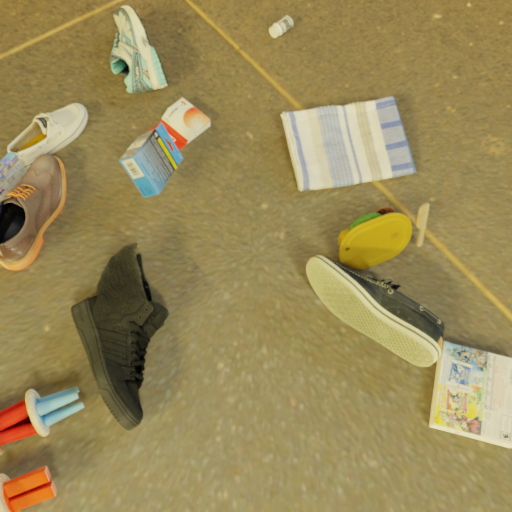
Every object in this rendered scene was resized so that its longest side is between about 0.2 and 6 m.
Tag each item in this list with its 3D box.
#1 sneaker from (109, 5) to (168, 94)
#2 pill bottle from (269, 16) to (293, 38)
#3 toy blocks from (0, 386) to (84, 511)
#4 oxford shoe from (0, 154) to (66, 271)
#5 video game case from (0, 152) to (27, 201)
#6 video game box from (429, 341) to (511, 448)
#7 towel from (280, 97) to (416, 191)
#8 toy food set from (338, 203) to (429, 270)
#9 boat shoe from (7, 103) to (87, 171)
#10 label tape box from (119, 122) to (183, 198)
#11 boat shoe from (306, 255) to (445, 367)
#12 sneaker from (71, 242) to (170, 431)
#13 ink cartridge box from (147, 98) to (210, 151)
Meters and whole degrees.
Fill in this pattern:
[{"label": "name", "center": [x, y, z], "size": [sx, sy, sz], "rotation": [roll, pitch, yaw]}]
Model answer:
[{"label": "sneaker", "center": [-3.214, -5.189, 14.021], "size": [1.170, 1.052, 2.711], "rotation": [-24, 65, -8]}, {"label": "pill bottle", "center": [0.653, -6.057, 14.826], "size": [0.619, 0.350, 0.350], "rotation": [-41, 70, -18]}, {"label": "toy blocks", "center": [-4.107, 3.470, 9.699], "size": [2.495, 0.906, 2.080], "rotation": [-22, 65, -11]}, {"label": "oxford shoe", "center": [-4.824, -1.139, 11.954], "size": [1.006, 1.029, 2.823], "rotation": [6, 63, 3]}, {"label": "video game case", "center": [-5.489, -1.656, 12.298], "size": [0.222, 0.887, 0.978], "rotation": [28, 66, 13]}, {"label": "video game box", "center": [4.096, 2.569, 10.448], "size": [1.495, 0.384, 1.640], "rotation": [15, 64, 5]}, {"label": "towel", "center": [2.105, -2.615, 12.924], "size": [2.824, 0.336, 2.074], "rotation": [-9, 74, -5]}, {"label": "toy food set", "center": [2.533, -0.493, 11.715], "size": [2.028, 1.193, 0.662], "rotation": [-19, 40, -9]}, {"label": "boat shoe", "center": [-4.847, -2.919, 13.004], "size": [0.777, 0.765, 2.190], "rotation": [38, 69, 17]}, {"label": "label tape box", "center": [-2.232, -2.070, 12.063], "size": [0.440, 1.003, 1.390], "rotation": [-9, 37, 29]}, {"label": "boat shoe", "center": [2.301, 0.913, 10.827], "size": [3.020, 1.127, 0.940], "rotation": [34, 57, 11]}, {"label": "sneaker", "center": [-2.380, 1.451, 10.663], "size": [1.722, 0.992, 3.302], "rotation": [-28, 63, -8]}, {"label": "ink cartridge box", "center": [-1.867, -3.126, 13.378], "size": [0.997, 0.308, 1.229], "rotation": [41, 68, 19]}]
